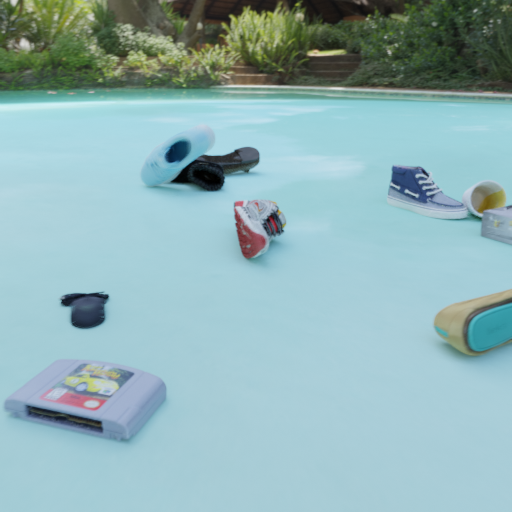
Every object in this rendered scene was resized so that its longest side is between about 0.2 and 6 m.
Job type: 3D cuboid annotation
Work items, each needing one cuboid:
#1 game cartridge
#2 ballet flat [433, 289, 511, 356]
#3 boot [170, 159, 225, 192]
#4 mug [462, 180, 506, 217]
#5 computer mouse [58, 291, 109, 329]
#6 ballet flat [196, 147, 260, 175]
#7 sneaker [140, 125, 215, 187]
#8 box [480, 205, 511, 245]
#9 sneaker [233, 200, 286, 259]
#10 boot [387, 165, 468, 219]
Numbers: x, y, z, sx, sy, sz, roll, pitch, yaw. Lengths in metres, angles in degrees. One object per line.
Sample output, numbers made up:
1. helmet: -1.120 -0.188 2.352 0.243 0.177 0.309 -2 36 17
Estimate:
1. game cartridge: -1.667 1.394 5.638 1.386 0.283 0.922 6 16 16
2. ballet flat: 3.264 0.651 6.996 2.375 0.815 0.748 -7 7 -21
3. boot: -1.769 -2.217 15.115 1.920 0.722 1.435 0 20 -1
4. mug: 4.955 -1.137 12.261 0.795 0.993 0.815 -31 2 1
5. computer mouse: -2.328 0.671 7.635 0.695 0.264 1.003 -6 21 -18
6. ballet flat: -1.287 -2.645 16.609 2.966 0.687 0.999 -13 55 -19
7. sneaker: -2.276 -2.520 14.337 2.602 0.962 1.066 -31 3 34
8. box: 5.717 -0.495 10.512 1.773 0.541 2.239 -12 22 -31
9. sneaker: 0.084 -0.635 10.223 0.931 0.882 2.267 -10 20 2
10. boot: 3.840 -1.476 12.684 0.762 0.946 2.094 -15 25 -37
